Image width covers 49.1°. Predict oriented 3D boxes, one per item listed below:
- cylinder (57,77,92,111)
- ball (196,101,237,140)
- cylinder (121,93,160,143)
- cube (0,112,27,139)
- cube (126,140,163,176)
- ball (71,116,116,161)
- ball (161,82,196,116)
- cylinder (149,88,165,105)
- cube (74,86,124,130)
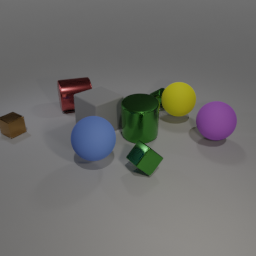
[{"bbox_3d":[-2.395,-1.535,12.669,1.400,1.400,1.400,-9,31,-16],"label":"cylinder"},{"bbox_3d":[3.155,-0.259,10.038,1.400,1.400,1.400,0,29,0],"label":"ball"},{"bbox_3d":[0.455,-0.365,10.497,1.400,1.400,1.400,-1,36,1],"label":"cylinder"},{"bbox_3d":[-4.496,-0.119,10.885,0.700,0.700,0.700,20,35,30],"label":"cube"},{"bbox_3d":[0.512,0.924,8.680,0.700,0.700,0.700,-53,32,-2],"label":"cube"},{"bbox_3d":[-1.074,0.326,8.732,1.400,1.400,1.400,0,29,0],"label":"ball"},{"bbox_3d":[2.077,-1.175,11.492,1.400,1.400,1.400,0,29,0],"label":"ball"},{"bbox_3d":[1.433,-1.410,12.932,0.700,0.700,0.700,-21,8,46],"label":"cylinder"},{"bbox_3d":[-1.146,-0.670,11.111,1.400,1.400,1.400,-25,39,-38],"label":"cube"}]
